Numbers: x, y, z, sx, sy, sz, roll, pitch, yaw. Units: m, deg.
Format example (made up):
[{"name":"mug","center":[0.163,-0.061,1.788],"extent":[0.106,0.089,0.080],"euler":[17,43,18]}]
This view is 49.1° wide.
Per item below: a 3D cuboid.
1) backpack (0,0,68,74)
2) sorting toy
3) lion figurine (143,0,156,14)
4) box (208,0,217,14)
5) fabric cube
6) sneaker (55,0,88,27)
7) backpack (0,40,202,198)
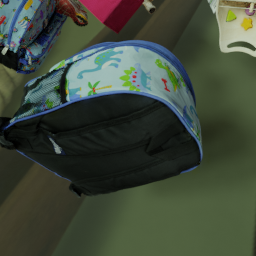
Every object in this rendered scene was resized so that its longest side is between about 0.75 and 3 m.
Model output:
[{"name":"backpack","center":[-2.411,-2.626,6.628],"extent":[1.570,2.334,2.131],"euler":[31,65,-16]},{"name":"sorting toy","center":[3.198,-2.754,7.568],"extent":[1.718,1.547,0.918],"euler":[14,27,18]},{"name":"lion figurine","center":[-0.075,-3.766,7.480],"extent":[2.589,0.938,1.585],"euler":[-7,54,-30]},{"name":"box","center":[2.843,-4.628,8.785],"extent":[0.324,1.227,1.573],"euler":[-8,67,-19]},{"name":"fabric cube","center":[-0.346,-2.636,5.709],"extent":[0.884,0.901,0.898],"euler":[45,106,9]},{"name":"sneaker","center":[-1.344,-2.857,6.647],"extent":[0.399,1.025,0.421],"euler":[-11,67,27]},{"name":"backpack","center":[-0.219,-0.213,4.622],"extent":[2.626,2.403,1.930],"euler":[-14,48,28]}]
